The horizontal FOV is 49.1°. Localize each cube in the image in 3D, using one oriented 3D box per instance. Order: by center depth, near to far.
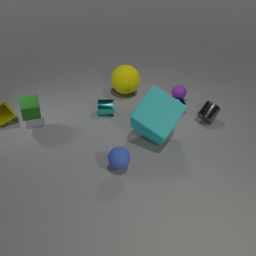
[{"bbox_3d":[1.028,-0.401,10.005,1.400,1.400,1.400,34,79,7],"label":"cube"},{"bbox_3d":[-3.827,-0.794,10.938,0.700,0.700,0.700,-11,55,-19],"label":"cube"},{"bbox_3d":[-5.137,-0.641,11.570,0.700,0.700,0.700,-33,24,-5],"label":"cube"}]

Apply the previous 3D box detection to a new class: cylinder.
[{"bbox_3d":[3.371,-0.662,11.668,0.700,0.700,0.700,33,86,41],"label":"cylinder"},{"bbox_3d":[-0.967,-0.916,12.319,0.700,0.700,0.700,-1,32,-1],"label":"cylinder"}]

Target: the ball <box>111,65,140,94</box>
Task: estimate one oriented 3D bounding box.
[{"bbox_3d":[-0.122,-2.380,13.755,1.400,1.400,1.400,0,32,0],"label":"ball"}]

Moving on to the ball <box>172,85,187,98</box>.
[{"bbox_3d":[2.451,-1.714,13.389,0.700,0.700,0.700,0,32,0],"label":"ball"}]

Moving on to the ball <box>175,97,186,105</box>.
[{"bbox_3d":[2.230,-1.030,12.523,0.700,0.700,0.700,0,32,0],"label":"ball"}]

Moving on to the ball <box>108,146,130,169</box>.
[{"bbox_3d":[-0.277,0.928,8.762,0.700,0.700,0.700,0,32,0],"label":"ball"}]
